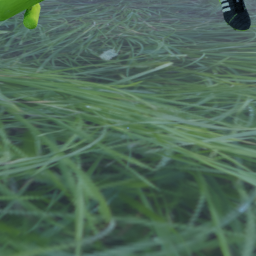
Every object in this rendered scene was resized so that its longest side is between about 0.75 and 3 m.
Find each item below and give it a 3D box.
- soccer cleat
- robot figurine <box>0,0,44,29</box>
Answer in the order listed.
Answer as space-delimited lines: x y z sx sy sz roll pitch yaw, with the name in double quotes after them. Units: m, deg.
2.310 -2.736 6.127 0.485 0.583 1.437 -11 62 0 "soccer cleat"
-2.633 -3.402 6.257 2.546 2.234 1.473 -37 59 -18 "robot figurine"
